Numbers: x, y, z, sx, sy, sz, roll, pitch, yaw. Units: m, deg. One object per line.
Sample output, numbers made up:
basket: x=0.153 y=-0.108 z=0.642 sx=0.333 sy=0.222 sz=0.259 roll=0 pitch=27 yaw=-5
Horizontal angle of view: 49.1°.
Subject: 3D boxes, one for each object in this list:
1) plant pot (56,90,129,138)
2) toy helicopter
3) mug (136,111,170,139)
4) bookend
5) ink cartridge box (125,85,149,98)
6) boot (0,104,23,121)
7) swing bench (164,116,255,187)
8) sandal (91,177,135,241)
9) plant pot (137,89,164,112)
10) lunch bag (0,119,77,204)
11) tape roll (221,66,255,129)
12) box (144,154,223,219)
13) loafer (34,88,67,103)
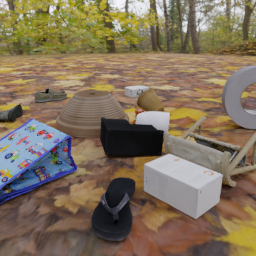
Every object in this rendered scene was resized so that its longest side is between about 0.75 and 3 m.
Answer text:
plant pot: x=-1.441 y=-0.746 z=11.508 sx=3.003 sy=1.386 sz=3.003 roll=0 pitch=18 yaw=0
toy helicopter: x=1.099 y=-0.321 z=11.600 sx=1.698 sy=0.670 sz=1.123 roll=25 pitch=30 yaw=25
mug: x=0.852 y=0.007 z=10.099 sx=1.162 sy=0.979 sz=1.326 roll=7 pitch=54 yaw=7
bookend: x=0.040 y=0.249 z=9.451 sx=1.809 sy=0.838 sz=1.820 roll=2 pitch=13 yaw=-12
ink cartridge box: x=0.529 y=-2.242 z=17.090 sx=1.238 sy=0.521 sz=0.904 roll=-10 pitch=22 yaw=-28
boot: x=-5.481 y=-0.670 z=12.624 sx=1.074 sy=0.557 sz=1.644 roll=-5 pitch=18 yaw=2
swing bench: x=2.326 y=0.652 z=7.793 sx=1.924 sy=1.248 sz=1.914 roll=-22 pitch=29 yaw=-37
sandal: x=-0.289 y=1.596 z=6.120 sx=0.837 sy=0.471 sz=2.202 roll=1 pitch=19 yaw=4
plant pot: x=0.952 y=-0.892 z=10.806 sx=0.853 sy=0.853 sz=0.915 roll=-16 pitch=51 yaw=-39
lunch bag: x=-2.975 y=0.921 z=7.371 sx=1.907 sy=1.192 sz=2.533 roll=20 pitch=36 yaw=38
tape roll: x=5.049 y=-1.222 z=11.161 sx=2.454 sy=2.454 sz=0.811 roll=3 pitch=16 yaw=8
box: x=1.246 y=1.290 z=6.569 sx=0.961 sy=0.753 sz=1.545 roll=-16 pitch=24 yaw=-39
loafer: x=-4.342 y=-1.900 z=15.868 sx=1.942 sy=0.676 sz=0.730 roll=-16 pitch=25 yaw=-38
